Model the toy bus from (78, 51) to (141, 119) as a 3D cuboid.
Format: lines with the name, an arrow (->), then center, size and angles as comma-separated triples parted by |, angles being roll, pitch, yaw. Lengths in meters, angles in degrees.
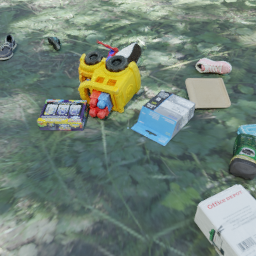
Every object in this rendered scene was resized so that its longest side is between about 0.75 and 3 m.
toy bus -> -1.028, -1.486, 10.542 | 2.422, 1.643, 2.325 | 17, 60, 21

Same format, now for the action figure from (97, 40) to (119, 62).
action figure -> -1.144, -3.112, 12.678 | 1.232, 0.812, 2.489 | 19, 43, -1

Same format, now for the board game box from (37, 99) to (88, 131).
board game box -> -2.296, -0.474, 10.058 | 1.547, 0.439, 1.279 | 2, 44, 2

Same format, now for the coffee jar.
coffee jar -> 3.531, 0.849, 8.409 | 0.775, 0.634, 1.486 | 18, 44, 17

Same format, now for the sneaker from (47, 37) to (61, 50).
sneaker -> -3.724, -4.451, 14.488 | 0.530, 0.504, 1.338 | -21, 46, -24

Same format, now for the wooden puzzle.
wooden puzzle -> 3.068, -1.336, 10.859 | 1.501, 0.279, 1.389 | -4, 61, -7

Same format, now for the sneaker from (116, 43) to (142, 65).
sneaker -> -0.266, -2.749, 12.487 | 1.101, 0.947, 2.601 | -9, 38, 37

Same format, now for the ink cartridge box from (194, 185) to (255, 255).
ink cartridge box -> 2.662, 2.426, 6.512 | 1.368, 0.790, 1.873 | -18, 45, -19

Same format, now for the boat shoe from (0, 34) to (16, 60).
boat shoe -> -6.071, -4.041, 13.944 | 0.692, 0.597, 1.905 | -2, 42, -2

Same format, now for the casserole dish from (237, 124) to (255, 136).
casserole dish -> 4.286, 0.109, 9.579 | 1.049, 0.203, 0.635 | -5, 42, -4

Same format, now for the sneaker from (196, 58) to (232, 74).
sneaker -> 3.713, -2.650, 12.394 | 1.534, 0.577, 0.802 | 26, 44, 35

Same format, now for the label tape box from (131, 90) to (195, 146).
label tape box -> 1.259, -0.433, 9.860 | 1.436, 0.630, 1.992 | 27, 48, 27
